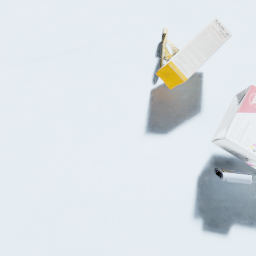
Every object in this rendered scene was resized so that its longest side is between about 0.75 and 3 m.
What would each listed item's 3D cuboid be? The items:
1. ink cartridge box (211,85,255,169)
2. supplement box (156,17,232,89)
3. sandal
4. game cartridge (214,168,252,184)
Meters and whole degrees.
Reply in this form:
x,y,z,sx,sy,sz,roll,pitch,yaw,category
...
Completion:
x,y,z,sx,sy,sz,roll,pitch,yaw,category
3.641,0.328,6.845,2.654,0.896,1.546,30,79,0,ink cartridge box
1.939,-2.183,8.426,2.048,1.290,0.753,-45,95,-8,supplement box
1.450,-2.706,9.497,0.632,0.704,1.920,6,55,1,sandal
2.562,1.152,6.806,0.730,1.096,0.228,1,90,6,game cartridge
